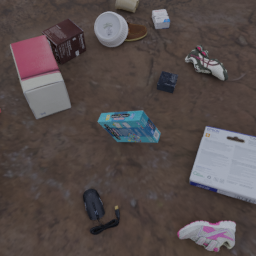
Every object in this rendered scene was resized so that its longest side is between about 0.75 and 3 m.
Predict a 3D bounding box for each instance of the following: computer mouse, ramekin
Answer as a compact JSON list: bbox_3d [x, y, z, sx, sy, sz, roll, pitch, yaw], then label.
[{"bbox_3d":[-0.926,2.772,9.780,1.142,0.374,1.627,-14,59,-8],"label":"computer mouse"},{"bbox_3d":[-0.876,-4.906,13.823,1.643,0.863,1.643,1,94,12],"label":"ramekin"}]

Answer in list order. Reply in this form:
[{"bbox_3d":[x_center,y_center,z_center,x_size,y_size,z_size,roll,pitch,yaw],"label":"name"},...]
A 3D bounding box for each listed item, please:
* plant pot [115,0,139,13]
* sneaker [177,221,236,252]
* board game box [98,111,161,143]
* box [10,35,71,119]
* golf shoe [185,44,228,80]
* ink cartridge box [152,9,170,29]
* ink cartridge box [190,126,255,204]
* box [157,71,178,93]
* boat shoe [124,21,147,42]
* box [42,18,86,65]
[{"bbox_3d":[0.005,-6.986,15.556,1.061,1.159,1.159,25,61,2],"label":"plant pot"},{"bbox_3d":[2.602,3.525,9.060,1.958,0.796,0.864,-2,56,-1],"label":"sneaker"},{"bbox_3d":[0.044,-0.019,10.433,1.901,1.435,0.446,-1,55,36],"label":"board game box"},{"bbox_3d":[-3.726,-2.204,12.004,1.592,1.868,2.922,-20,60,-12],"label":"box"},{"bbox_3d":[3.717,-2.863,13.176,1.010,0.885,2.293,-39,62,1],"label":"golf shoe"},{"bbox_3d":[1.774,-5.898,15.171,0.757,0.437,1.036,-7,58,-5],"label":"ink cartridge box"},{"bbox_3d":[3.811,1.290,10.441,2.450,0.540,2.495,14,58,20],"label":"ink cartridge box"},{"bbox_3d":[1.794,-2.088,12.756,0.781,0.484,0.768,16,59,10],"label":"box"},{"bbox_3d":[-0.250,-5.035,14.384,2.525,0.853,0.909,-2,58,-1],"label":"boat shoe"},{"bbox_3d":[-3.074,-4.200,13.608,1.552,1.287,1.274,-37,65,-20],"label":"box"}]
